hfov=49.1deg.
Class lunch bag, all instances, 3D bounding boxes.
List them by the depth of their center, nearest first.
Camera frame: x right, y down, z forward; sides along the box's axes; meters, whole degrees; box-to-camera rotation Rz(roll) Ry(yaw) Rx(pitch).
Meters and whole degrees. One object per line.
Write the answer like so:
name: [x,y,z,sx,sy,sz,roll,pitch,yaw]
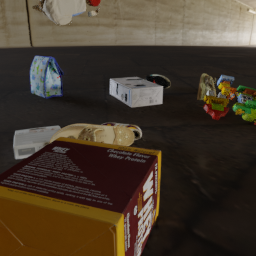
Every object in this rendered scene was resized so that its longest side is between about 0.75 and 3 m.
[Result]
lunch bag: [-3.522,-2.234,12.013,1.416,1.666,1.061,18,27,42]

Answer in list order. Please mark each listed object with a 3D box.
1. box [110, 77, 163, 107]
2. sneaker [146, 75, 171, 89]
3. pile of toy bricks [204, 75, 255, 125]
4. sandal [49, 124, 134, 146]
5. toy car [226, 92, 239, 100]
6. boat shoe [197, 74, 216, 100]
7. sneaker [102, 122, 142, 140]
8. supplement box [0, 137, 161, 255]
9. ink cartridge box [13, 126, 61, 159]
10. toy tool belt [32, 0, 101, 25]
box: [0.265,-1.533,11.476,1.381,0.712,2.367,-8,21,-21]
sneaker: [1.676,-2.400,13.986,0.830,0.625,1.775,-18,23,-28]
pile of toy bricks: [3.871,-0.678,8.726,2.704,1.500,1.335,10,59,-1]
sandal: [-0.742,0.204,6.429,2.032,0.745,0.668,-4,-8,-21]
toy car: [4.442,-1.391,11.626,0.842,0.413,0.280,-20,59,-29]
boat shoe: [3.410,-1.722,12.017,0.717,0.838,2.286,10,32,14]
sneaker: [-0.250,0.117,7.299,1.235,0.463,0.556,-3,14,-6]
supplement box: [-0.600,1.035,3.742,1.721,1.158,1.745,7,21,18]
ink cartridge box: [-2.218,0.315,7.036,1.185,0.350,1.481,-8,16,-19]
toy tool belt: [-1.859,-3.805,8.468,1.828,1.142,1.124,-31,41,-31]
